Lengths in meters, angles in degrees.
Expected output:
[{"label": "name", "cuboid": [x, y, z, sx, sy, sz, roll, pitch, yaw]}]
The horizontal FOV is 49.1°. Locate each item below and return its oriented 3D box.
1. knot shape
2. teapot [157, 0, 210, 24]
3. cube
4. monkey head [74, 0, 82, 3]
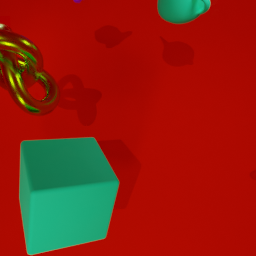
[{"label": "knot shape", "cuboid": [-2.278, -1.252, 5.503, 0.944, 2.043, 1.912, -44, 50, -12]}, {"label": "teapot", "cuboid": [1.158, -2.996, 6.288, 1.160, 0.914, 1.866, -37, 51, -7]}, {"label": "cube", "cuboid": [-1.120, 1.104, 4.939, 1.359, 1.359, 1.359, -2, 32, -26]}, {"label": "monkey head", "cuboid": [-1.159, -3.795, 6.783, 1.298, 1.804, 1.087, -36, 92, -15]}]
